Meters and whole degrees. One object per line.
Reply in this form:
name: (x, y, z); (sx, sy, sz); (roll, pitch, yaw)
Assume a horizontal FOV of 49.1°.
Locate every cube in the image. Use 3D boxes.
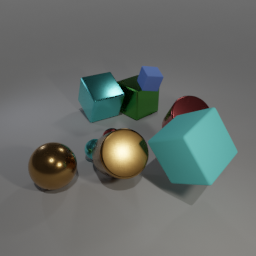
cube: (1.675, 0.495, 7.301); (1.400, 1.400, 1.400); (-38, 14, -31)
cube: (0.863, -1.936, 11.001); (0.700, 0.700, 0.700); (-1, 44, -23)
cube: (-1.172, -1.316, 11.932); (1.400, 1.400, 1.400); (-17, 60, -26)
cube: (0.414, -1.393, 12.511); (1.400, 1.400, 1.400); (-25, 38, -36)

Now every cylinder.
cylinder: (2.036, -0.233, 9.921); (1.400, 1.400, 1.400); (2, 70, -7)
cylinder: (-0.267, 0.775, 8.329); (1.400, 1.400, 1.400); (-11, -4, -18)

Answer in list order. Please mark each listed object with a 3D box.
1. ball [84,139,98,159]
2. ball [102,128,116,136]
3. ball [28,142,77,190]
ball: (-1.114, 0.713, 9.421); (0.700, 0.700, 0.700); (0, 30, 0)
ball: (-0.591, 0.346, 10.250); (0.700, 0.700, 0.700); (0, 30, 0)
ball: (-2.207, 1.114, 8.258); (1.400, 1.400, 1.400); (0, 30, 0)
